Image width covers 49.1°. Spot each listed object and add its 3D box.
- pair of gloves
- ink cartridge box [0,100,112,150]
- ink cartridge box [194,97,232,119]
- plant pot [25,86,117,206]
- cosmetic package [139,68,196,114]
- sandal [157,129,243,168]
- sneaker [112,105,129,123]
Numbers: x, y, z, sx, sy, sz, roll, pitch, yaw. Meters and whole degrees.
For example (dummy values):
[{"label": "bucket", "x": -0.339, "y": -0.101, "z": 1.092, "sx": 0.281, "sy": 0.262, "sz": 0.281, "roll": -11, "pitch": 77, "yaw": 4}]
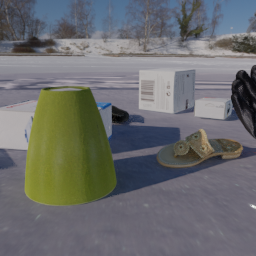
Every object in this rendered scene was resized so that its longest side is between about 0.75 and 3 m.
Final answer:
[{"label": "pair of gloves", "x": 3.751, "y": -0.902, "z": 6.509, "sx": 2.730, "sy": 2.432, "sz": 0.337, "roll": -40, "pitch": 18, "yaw": 1}, {"label": "ink cartridge box", "x": -1.946, "y": -0.118, "z": 7.874, "sx": 2.647, "sy": 1.137, "sz": 1.938, "roll": 2, "pitch": 13, "yaw": 11}, {"label": "ink cartridge box", "x": 3.535, "y": -0.844, "z": 11.552, "sx": 1.212, "sy": 0.689, "sz": 1.664, "roll": 8, "pitch": 14, "yaw": 28}, {"label": "plant pot", "x": -1.086, "y": 0.183, "z": 5.225, "sx": 1.734, "sy": 1.853, "sz": 1.734, "roll": 0, "pitch": 14, "yaw": 0}, {"label": "cosmetic package", "x": 1.872, "y": -1.827, "z": 13.216, "sx": 1.857, "sy": 1.855, "sz": 2.251, "roll": 10, "pitch": 19, "yaw": 35}, {"label": "sandal", "x": 1.749, "y": 0.324, "z": 6.549, "sx": 2.246, "sy": 0.739, "sz": 0.824, "roll": -4, "pitch": 36, "yaw": -18}, {"label": "sneaker", "x": -0.650, "y": -0.530, "z": 10.800, "sx": 0.908, "sy": 0.523, "sz": 1.740, "roll": -7, "pitch": 18, "yaw": -44}]
